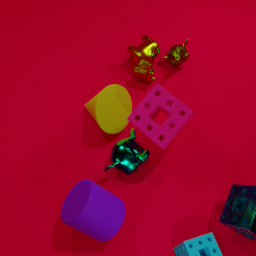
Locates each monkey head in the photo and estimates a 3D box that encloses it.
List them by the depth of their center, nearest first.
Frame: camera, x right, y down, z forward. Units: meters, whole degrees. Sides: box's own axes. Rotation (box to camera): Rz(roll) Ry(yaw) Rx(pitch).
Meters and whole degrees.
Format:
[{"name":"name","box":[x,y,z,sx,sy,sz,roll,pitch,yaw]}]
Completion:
[{"name":"monkey head","box":[0.043,0.706,7.674,0.935,1.117,1.552,38,62,-6]},{"name":"monkey head","box":[1.685,-2.564,9.812,1.210,0.870,0.729,-30,88,28]}]

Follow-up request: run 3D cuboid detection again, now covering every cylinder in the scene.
[{"name":"cylinder","box":[-0.822,1.956,6.659,1.106,1.106,1.106,39,55,-28]}]

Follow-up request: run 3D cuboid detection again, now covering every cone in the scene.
[{"name":"cone","box":[-0.898,-0.633,8.670,1.457,1.452,1.452,10,53,43]}]

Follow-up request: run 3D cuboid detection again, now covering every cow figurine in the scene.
[{"name":"cow figurine","box":[0.658,-2.387,9.748,1.597,0.876,1.571,-42,62,-15]}]

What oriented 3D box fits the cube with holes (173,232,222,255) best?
[{"name":"cube with holes","box":[1.619,2.948,6.400,0.743,0.743,0.743,-10,59,-19]}]

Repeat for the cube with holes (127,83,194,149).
[{"name":"cube with holes","box":[0.892,-0.266,7.554,1.190,1.190,1.190,40,94,11]}]

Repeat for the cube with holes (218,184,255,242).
[{"name":"cube with holes","box":[3.002,2.033,6.574,1.016,1.016,1.016,32,72,-14]}]
